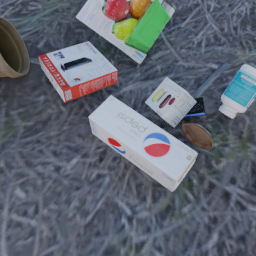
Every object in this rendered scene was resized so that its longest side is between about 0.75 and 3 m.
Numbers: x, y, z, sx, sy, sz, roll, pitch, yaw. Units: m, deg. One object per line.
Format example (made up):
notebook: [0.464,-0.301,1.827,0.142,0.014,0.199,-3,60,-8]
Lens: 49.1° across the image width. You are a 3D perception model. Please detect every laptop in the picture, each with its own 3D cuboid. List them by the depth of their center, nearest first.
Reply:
laptop: [1.918,-0.626,8.494,0.783,0.456,0.883,-6,61,14]

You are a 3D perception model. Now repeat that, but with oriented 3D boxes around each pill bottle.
pill bottle: [3.335,-1.038,8.273,0.834,0.834,1.506,37,108,19]

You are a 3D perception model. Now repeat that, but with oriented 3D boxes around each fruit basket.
fruit basket: [-0.034,-3.823,9.497,2.592,1.215,2.401,32,80,-4]

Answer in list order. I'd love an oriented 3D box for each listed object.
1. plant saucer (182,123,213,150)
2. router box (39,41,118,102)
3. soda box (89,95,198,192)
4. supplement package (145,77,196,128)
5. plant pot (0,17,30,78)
plant saucer: [1.874,0.186,7.434,0.956,0.956,0.175,38,71,19]
router box: [-1.596,-1.863,8.893,1.820,0.495,2.028,-25,52,-21]
soda box: [0.353,0.386,7.744,2.965,0.944,1.010,35,66,17]
supplement package: [1.231,-0.752,8.147,0.988,0.727,0.945,-50,45,7]
plant pot: [-4.392,-2.362,8.952,1.629,1.877,1.877,-15,60,10]
